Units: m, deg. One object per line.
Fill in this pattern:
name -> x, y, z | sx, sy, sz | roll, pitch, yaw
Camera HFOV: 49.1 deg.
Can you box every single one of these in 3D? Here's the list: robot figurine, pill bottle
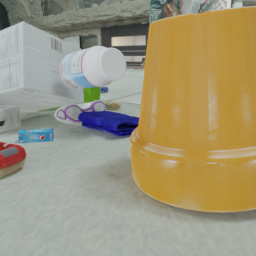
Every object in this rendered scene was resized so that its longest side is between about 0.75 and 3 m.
robot figurine -> -2.548, -1.664, 12.066 | 2.661, 1.539, 2.335 | -1, 36, -12
pill bottle -> -1.019, -1.725, 8.036 | 1.117, 1.117, 2.054 | -13, 12, -39

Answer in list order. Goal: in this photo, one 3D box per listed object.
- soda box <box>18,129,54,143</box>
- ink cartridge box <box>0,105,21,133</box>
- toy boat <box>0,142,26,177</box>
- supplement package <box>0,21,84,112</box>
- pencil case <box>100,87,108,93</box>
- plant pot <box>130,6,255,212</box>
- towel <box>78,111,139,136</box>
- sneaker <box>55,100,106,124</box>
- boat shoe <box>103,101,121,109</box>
soda box -> -2.455, 0.206, 7.522 | 0.891, 0.286, 0.302 | -2, 15, -10
ink cartridge box -> -4.255, -0.230, 8.285 | 1.223, 0.710, 1.695 | 6, 14, 22
toy boat -> -2.890, 0.312, 5.583 | 1.646, 1.076, 1.074 | 7, 17, 25
supplement package -> -3.412, -1.833, 9.510 | 2.750, 2.023, 2.630 | -6, -8, 29
pencil case -> -1.639, -2.329, 16.831 | 0.929, 0.363, 0.404 | 8, 13, 29
plant pot -> 1.429, -0.530, 4.939 | 2.987, 2.734, 2.987 | -6, 16, 2
towel -> -0.444, -0.149, 8.631 | 1.463, 0.491, 1.982 | -5, 14, -43
sneaker -> -1.708, -0.497, 9.810 | 1.867, 0.699, 0.930 | -12, 0, -35
boat shoe -> -0.775, -0.924, 11.700 | 0.983, 0.354, 0.319 | 8, 30, 23
